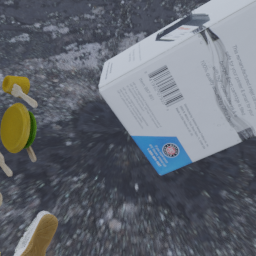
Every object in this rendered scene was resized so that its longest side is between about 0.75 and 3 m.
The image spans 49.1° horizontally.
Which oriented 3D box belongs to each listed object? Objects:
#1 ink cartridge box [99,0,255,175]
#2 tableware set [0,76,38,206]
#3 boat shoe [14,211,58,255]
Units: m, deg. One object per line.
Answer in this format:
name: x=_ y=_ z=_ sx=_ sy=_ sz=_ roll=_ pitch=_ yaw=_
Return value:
ink cartridge box: x=1.283 y=-0.746 z=4.644 sx=2.851 sy=2.069 sz=1.194 roll=-26 pitch=29 yaw=17
tableware set: x=-1.884 y=0.266 z=4.118 sx=1.441 sy=0.328 sz=2.139 roll=35 pitch=107 yaw=35
boat shoe: x=-1.514 y=1.883 z=4.347 sx=0.423 sy=0.432 sz=1.219 roll=5 pitch=62 yaw=55
